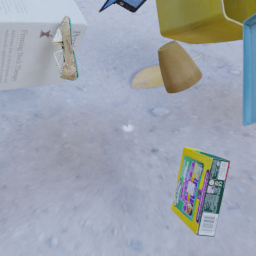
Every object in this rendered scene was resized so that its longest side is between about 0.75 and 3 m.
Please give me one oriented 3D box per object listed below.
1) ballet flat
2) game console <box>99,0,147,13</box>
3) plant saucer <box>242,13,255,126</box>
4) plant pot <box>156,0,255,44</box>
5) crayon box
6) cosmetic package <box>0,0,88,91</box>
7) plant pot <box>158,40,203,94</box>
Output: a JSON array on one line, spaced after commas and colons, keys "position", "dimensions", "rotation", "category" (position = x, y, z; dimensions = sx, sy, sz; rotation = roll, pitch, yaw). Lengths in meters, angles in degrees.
[{"position": [-1.307, -1.626, 5.709], "dimensions": [0.435, 0.469, 1.331], "rotation": [-9, 89, -19], "category": "ballet flat"}, {"position": [-0.020, -3.317, 7.255], "dimensions": [1.028, 1.204, 0.712], "rotation": [21, 70, -25], "category": "game console"}, {"position": [2.946, -1.398, 6.091], "dimensions": [0.260, 0.957, 2.738], "rotation": [17, 70, -22], "category": "plant saucer"}, {"position": [2.246, -3.796, 8.330], "dimensions": [2.580, 2.580, 2.276], "rotation": [-5, -4, -44], "category": "plant pot"}, {"position": [1.216, 1.047, 4.896], "dimensions": [0.366, 1.256, 1.084], "rotation": [10, 3, -13], "category": "crayon box"}, {"position": [-2.824, -2.434, 6.752], "dimensions": [2.620, 2.192, 2.179], "rotation": [-15, 66, -36], "category": "cosmetic package"}, {"position": [0.974, -1.297, 5.738], "dimensions": [0.818, 0.878, 0.818], "rotation": [-26, 23, 12], "category": "plant pot"}]
